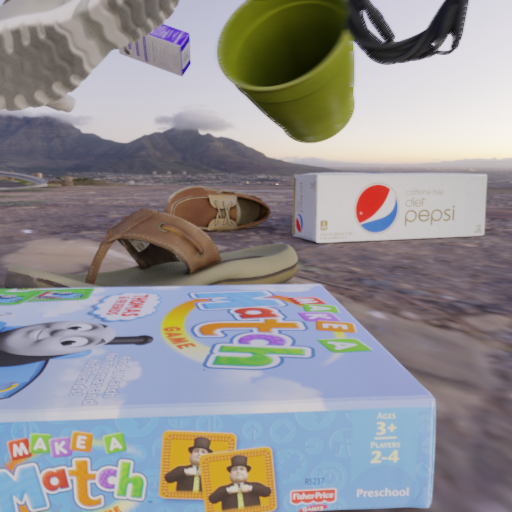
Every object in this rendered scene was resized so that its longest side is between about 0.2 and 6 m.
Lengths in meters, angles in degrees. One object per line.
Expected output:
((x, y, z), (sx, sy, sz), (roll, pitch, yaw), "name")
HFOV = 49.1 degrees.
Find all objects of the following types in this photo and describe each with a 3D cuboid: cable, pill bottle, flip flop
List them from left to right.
((-3.383, -2.637, 9.395), (0.344, 0.344, 0.607), (6, -3, 34), "pill bottle")
((-0.861, -0.018, 5.767), (3.413, 0.982, 1.384), (-8, 12, -43), "flip flop")
((1.729, -3.078, 6.338), (1.398, 1.713, 0.435), (2, 36, 7), "cable")

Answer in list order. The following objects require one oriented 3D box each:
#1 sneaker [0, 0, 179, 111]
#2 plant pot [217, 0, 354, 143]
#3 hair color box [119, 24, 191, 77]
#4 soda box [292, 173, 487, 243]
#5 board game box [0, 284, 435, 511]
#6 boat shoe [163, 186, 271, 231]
((-2.718, -3.145, 7.594), (3.365, 1.258, 1.380), (-34, 62, -17), "sneaker")
((0.815, -3.304, 10.287), (2.366, 2.366, 2.278), (4, -21, 24), "plant pot")
((-2.033, -4.202, 11.095), (1.437, 0.466, 0.785), (21, -28, 6), "hair color box")
((2.663, -1.014, 11.208), (3.797, 1.293, 1.209), (-3, 9, -19), "soda box")
((-0.872, 0.620, 3.098), (2.949, 0.540, 2.230), (0, 8, -5), "board game box")
((-0.783, -1.026, 12.351), (2.742, 1.038, 0.984), (-11, 16, -44), "boat shoe")
